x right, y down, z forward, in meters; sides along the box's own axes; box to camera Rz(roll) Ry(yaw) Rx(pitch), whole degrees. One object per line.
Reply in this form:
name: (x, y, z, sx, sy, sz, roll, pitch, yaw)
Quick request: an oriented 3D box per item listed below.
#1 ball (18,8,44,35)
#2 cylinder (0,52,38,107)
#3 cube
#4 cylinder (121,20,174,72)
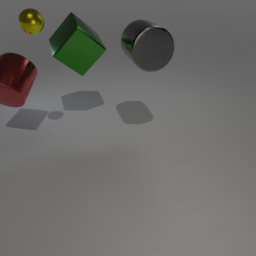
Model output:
ball: (-2.758, -3.037, 7.994, 0.700, 0.700, 0.700, 0, 33, 0)
cylinder: (-4.098, -1.671, 9.869, 1.400, 1.400, 1.400, 7, 61, 10)
cube: (-1.905, -3.107, 10.446, 1.400, 1.400, 1.400, 30, 24, -40)
cylinder: (0.600, -2.701, 9.131, 1.400, 1.400, 1.400, -9, 30, -13)
